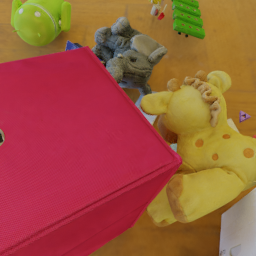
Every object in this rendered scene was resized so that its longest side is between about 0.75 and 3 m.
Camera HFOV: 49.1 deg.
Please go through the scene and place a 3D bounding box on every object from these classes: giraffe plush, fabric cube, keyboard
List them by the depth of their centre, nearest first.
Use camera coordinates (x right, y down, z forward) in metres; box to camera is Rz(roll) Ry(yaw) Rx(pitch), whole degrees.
[{"bbox_3d":[-1.395,0.747,4.683,2.828,2.838,2.784,-21,61,-31],"label":"fabric cube"},{"bbox_3d":[1.300,0.226,5.236,2.417,2.801,2.272,-13,71,-43],"label":"giraffe plush"},{"bbox_3d":[0.204,-0.009,7.015,0.716,0.136,2.543,17,60,23],"label":"keyboard"}]

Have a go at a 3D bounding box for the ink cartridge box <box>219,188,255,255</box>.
[{"bbox_3d":[3.246,2.044,4.716,2.865,2.080,1.195,9,59,5],"label":"ink cartridge box"}]

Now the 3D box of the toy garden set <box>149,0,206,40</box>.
[{"bbox_3d":[1.424,-3.608,8.856,1.806,0.432,2.167,15,49,-11],"label":"toy garden set"}]

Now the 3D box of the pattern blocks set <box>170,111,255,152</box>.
[{"bbox_3d":[2.162,0.380,6.639,2.084,0.169,1.832,-36,68,-6],"label":"pattern blocks set"}]

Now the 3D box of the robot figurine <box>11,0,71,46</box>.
[{"bbox_3d":[-2.585,-3.318,8.497,1.882,1.241,2.145,10,45,9],"label":"robot figurine"}]

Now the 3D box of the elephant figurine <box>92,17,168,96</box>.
[{"bbox_3d":[0.135,-1.557,7.078,1.915,1.746,2.468,-29,45,-5],"label":"elephant figurine"}]

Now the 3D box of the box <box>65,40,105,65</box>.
[{"bbox_3d":[-1.241,-1.755,7.668,1.341,0.812,0.217,39,38,22],"label":"box"}]
